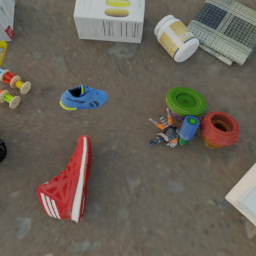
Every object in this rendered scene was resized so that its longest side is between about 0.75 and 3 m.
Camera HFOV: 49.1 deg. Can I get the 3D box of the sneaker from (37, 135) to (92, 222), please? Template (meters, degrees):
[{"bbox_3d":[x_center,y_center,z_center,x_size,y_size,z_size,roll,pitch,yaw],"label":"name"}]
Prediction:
[{"bbox_3d":[-2.119,1.546,9.165,1.628,1.104,2.818,5,72,0],"label":"sneaker"}]

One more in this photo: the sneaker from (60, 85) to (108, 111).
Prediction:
[{"bbox_3d":[-1.067,-0.862,7.487,1.541,0.604,0.508,-13,60,-44],"label":"sneaker"}]

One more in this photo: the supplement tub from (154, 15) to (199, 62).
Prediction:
[{"bbox_3d":[1.813,-3.379,10.587,1.098,1.098,1.518,-34,76,-9],"label":"supplement tub"}]

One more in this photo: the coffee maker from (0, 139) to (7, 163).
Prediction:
[{"bbox_3d":[-5.110,0.358,9.362,2.021,1.361,1.941,32,76,8],"label":"coffee maker"}]

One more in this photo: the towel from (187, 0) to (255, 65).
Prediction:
[{"bbox_3d":[3.924,-3.941,11.170,2.714,0.469,2.613,32,73,11],"label":"towel"}]

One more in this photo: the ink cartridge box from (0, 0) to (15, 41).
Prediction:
[{"bbox_3d":[-5.310,-4.536,10.779,1.367,1.373,1.890,-2,74,-1],"label":"ink cartridge box"}]

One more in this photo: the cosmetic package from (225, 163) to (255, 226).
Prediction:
[{"bbox_3d":[4.650,2.266,8.338,2.394,2.003,1.991,43,87,12],"label":"cosmetic package"}]

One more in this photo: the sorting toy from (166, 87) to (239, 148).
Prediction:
[{"bbox_3d":[2.357,-0.139,9.719,2.837,1.164,1.704,39,52,21],"label":"sorting toy"}]

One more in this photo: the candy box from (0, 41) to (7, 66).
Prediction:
[{"bbox_3d":[-4.021,-1.825,7.156,1.692,0.865,0.224,-22,77,-45],"label":"candy box"}]

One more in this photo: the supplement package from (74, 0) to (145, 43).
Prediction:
[{"bbox_3d":[-0.646,-4.296,10.712,2.488,1.363,1.415,4,74,1],"label":"supplement package"}]

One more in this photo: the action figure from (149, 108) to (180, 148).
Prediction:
[{"bbox_3d":[1.243,0.151,9.717,1.336,0.699,1.292,-32,95,-4],"label":"action figure"}]

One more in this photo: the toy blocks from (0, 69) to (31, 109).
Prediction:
[{"bbox_3d":[-4.528,-1.534,10.349,1.435,0.521,1.196,30,75,8],"label":"toy blocks"}]
